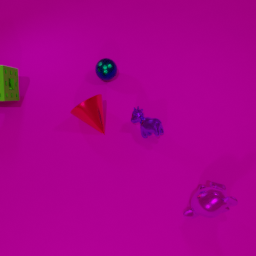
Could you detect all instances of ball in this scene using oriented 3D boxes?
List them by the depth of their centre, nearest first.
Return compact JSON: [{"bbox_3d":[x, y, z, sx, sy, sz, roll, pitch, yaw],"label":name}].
[{"bbox_3d":[-0.745,-2.011,9.603,0.766,0.766,0.766,0,56,0],"label":"ball"}]

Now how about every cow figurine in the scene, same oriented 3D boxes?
[{"bbox_3d":[0.556,-0.200,8.291,0.981,0.965,0.538,-7,11,38],"label":"cow figurine"}]

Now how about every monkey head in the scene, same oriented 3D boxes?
[{"bbox_3d":[2.076,1.883,6.826,1.021,1.420,0.856,51,33,-12],"label":"monkey head"}]

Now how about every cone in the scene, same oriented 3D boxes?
[{"bbox_3d":[-0.999,-0.266,8.576,1.117,1.117,1.121,-30,88,-19],"label":"cone"}]

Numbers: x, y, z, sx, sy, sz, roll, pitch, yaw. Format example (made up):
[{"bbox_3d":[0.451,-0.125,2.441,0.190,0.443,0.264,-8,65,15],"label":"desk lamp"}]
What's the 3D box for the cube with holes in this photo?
[{"bbox_3d":[-4.142,-1.375,8.741,1.036,1.036,1.036,0,96,2],"label":"cube with holes"}]
